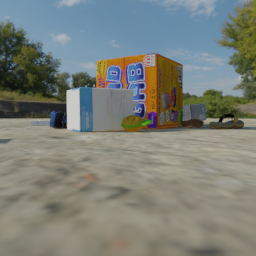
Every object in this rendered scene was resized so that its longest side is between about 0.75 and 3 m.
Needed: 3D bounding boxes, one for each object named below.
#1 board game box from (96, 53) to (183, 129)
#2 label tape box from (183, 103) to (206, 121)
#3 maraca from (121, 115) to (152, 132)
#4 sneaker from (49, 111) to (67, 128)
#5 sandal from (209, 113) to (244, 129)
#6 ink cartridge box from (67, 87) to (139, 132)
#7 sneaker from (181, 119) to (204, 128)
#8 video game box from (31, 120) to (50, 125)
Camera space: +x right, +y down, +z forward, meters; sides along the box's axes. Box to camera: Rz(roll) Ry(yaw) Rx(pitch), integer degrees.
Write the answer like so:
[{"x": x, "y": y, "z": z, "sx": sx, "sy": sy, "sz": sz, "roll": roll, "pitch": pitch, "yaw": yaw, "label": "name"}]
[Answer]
[{"x": 0.546, "y": -1.375, "z": 11.559, "sx": 2.675, "sy": 2.677, "sz": 2.674, "roll": 1, "pitch": 3, "yaw": 31, "label": "board game box"}, {"x": 2.316, "y": -0.632, "z": 13.751, "sx": 2.633, "sy": 0.870, "sz": 1.886, "roll": -4, "pitch": 0, "yaw": 4, "label": "label tape box"}, {"x": 0.247, "y": -0.146, "z": 8.471, "sx": 0.949, "sy": 0.507, "sz": 0.650, "roll": -3, "pitch": 21, "yaw": 13, "label": "maraca"}, {"x": -2.694, "y": -0.301, "z": 11.222, "sx": 0.784, "sy": 0.705, "sz": 2.011, "roll": 10, "pitch": 2, "yaw": -14, "label": "sneaker"}, {"x": 3.799, "y": -0.278, "z": 10.692, "sx": 0.863, "sy": 0.580, "sz": 2.147, "roll": 2, "pitch": 3, "yaw": 44, "label": "sandal"}, {"x": -0.800, "y": -0.590, "z": 9.210, "sx": 2.117, "sy": 1.326, "sz": 1.361, "roll": -1, "pitch": 3, "yaw": -28, "label": "ink cartridge box"}, {"x": 2.784, "y": -0.209, "z": 11.611, "sx": 1.042, "sy": 0.371, "sz": 0.586, "roll": 0, "pitch": 5, "yaw": 44, "label": "sneaker"}, {"x": -4.203, "y": -0.267, "z": 14.157, "sx": 1.062, "sy": 0.273, "sz": 1.166, "roll": -3, "pitch": 3, "yaw": -2, "label": "video game box"}]
